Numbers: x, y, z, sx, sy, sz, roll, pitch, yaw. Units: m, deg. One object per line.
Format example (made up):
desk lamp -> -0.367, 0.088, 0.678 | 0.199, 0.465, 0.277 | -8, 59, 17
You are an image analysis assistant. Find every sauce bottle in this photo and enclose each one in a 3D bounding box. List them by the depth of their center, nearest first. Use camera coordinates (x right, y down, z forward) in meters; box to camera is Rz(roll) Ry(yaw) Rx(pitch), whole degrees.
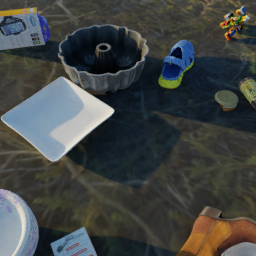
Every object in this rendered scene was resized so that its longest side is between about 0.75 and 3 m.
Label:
sauce bottle -> 4.132, -0.922, 8.884 | 0.537, 0.537, 1.628 | -13, 52, -11

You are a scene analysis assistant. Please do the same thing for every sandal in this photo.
sandal -> 1.789, -2.441, 9.799 | 0.939, 1.028, 2.362 | 15, 51, 14

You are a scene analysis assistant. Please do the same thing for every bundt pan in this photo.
bundt pan -> -0.792, -2.275, 9.553 | 2.985, 1.120, 2.985 | 0, 48, 0

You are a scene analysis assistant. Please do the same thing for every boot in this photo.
boot -> 1.884, 2.580, 5.725 | 1.685, 0.613, 1.790 | 16, 50, 38

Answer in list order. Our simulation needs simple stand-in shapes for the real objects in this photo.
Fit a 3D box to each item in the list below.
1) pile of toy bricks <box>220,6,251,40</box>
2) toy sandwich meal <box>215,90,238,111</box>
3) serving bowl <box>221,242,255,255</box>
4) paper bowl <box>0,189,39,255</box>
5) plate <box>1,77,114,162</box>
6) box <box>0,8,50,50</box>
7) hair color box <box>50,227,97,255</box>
pile of toy bricks -> 4.241, -4.350, 11.602 | 1.617, 0.897, 0.798 | -48, 26, -20
toy sandwich meal -> 3.175, -0.892, 9.035 | 0.814, 0.279, 0.814 | -1, 47, 1
serving bowl -> 2.552, 2.695, 5.779 | 1.262, 0.415, 1.262 | -20, 15, 6
paper bowl -> -2.891, 2.371, 5.893 | 1.952, 1.015, 1.952 | 0, 51, 0
plate -> -2.070, -0.314, 8.465 | 2.465, 0.398, 2.460 | 33, 57, 24
box -> -4.173, -3.742, 10.619 | 2.282, 1.359, 0.473 | -11, 52, -10
hair color box -> -0.965, 2.923, 5.817 | 0.797, 0.459, 1.437 | -23, 56, -17
